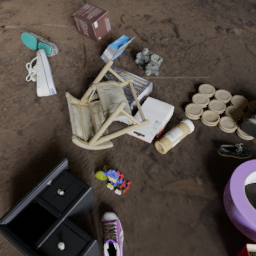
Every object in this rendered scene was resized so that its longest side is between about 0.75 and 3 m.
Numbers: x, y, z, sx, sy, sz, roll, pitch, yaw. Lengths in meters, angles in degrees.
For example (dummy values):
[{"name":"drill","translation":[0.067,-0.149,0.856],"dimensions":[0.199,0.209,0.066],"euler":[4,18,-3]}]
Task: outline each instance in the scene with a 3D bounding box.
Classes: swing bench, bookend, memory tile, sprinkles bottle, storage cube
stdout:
[{"name":"swing bench","translation":[-0.920,-0.764,10.846],"dimensions":[2.554,1.657,2.540],"euler":[-34,49,20]},{"name":"bookend","translation":[-1.738,2.791,8.220],"dimensions":[2.790,1.285,2.773],"euler":[30,56,23]},{"name":"memory tile","translation":[4.133,-0.754,11.939],"dimensions":[2.999,0.252,2.298],"euler":[24,54,18]},{"name":"sprinkles bottle","translation":[1.800,0.308,10.806],"dimensions":[1.698,0.579,0.579],"euler":[-35,58,-26]},{"name":"storage cube","translation":[3.617,3.776,7.607],"dimensions":[1.041,0.936,0.890],"euler":[4,49,2]}]

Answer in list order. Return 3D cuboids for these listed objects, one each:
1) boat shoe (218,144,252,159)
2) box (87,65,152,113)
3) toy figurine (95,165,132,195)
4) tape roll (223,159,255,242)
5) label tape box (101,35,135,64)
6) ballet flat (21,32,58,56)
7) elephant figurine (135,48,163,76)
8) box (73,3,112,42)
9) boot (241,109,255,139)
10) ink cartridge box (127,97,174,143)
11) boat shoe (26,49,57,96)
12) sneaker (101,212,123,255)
[{"name":"boat shoe","translation":[4.044,0.828,10.487],"dimensions":[1.253,0.387,0.469],"euler":[8,50,6]},{"name":"box","translation":[-0.355,-1.774,12.594],"dimensions":[2.325,0.562,1.841],"euler":[27,55,21]},{"name":"toy figurine","translation":[-0.515,1.574,9.586],"dimensions":[1.323,0.793,0.698],"euler":[31,56,23]},{"name":"tape roll","translation":[4.480,2.304,8.921],"dimensions":[2.630,0.863,2.630],"euler":[0,50,0]},{"name":"label tape box","translation":[-0.515,-3.999,13.804],"dimensions":[0.522,1.651,1.190],"euler":[48,58,-5]},{"name":"ballet flat","translation":[-4.591,-4.405,14.824],"dimensions":[2.429,0.874,0.874],"euler":[31,56,23]},{"name":"elephant figurine","translation":[1.140,-2.978,13.374],"dimensions":[1.232,1.124,1.588],"euler":[-37,54,-1]},{"name":"box","translation":[-1.945,-5.817,15.478],"dimensions":[1.530,1.269,1.256],"euler":[32,67,24]},{"name":"boot","translation":[5.950,-0.106,10.833],"dimensions":[2.623,0.960,1.975],"euler":[29,57,19]},{"name":"ink cartridge box","translation":[0.865,-0.231,11.300],"dimensions":[1.195,0.552,2.193],"euler":[23,54,18]},{"name":"boat shoe","translation":[-4.190,-2.544,13.067],"dimensions":[1.209,1.047,2.835],"euler":[-16,61,-9]},{"name":"sneaker","translation":[-0.448,3.141,8.090],"dimensions":[0.663,1.043,1.829],"euler":[-9,49,-6]}]
